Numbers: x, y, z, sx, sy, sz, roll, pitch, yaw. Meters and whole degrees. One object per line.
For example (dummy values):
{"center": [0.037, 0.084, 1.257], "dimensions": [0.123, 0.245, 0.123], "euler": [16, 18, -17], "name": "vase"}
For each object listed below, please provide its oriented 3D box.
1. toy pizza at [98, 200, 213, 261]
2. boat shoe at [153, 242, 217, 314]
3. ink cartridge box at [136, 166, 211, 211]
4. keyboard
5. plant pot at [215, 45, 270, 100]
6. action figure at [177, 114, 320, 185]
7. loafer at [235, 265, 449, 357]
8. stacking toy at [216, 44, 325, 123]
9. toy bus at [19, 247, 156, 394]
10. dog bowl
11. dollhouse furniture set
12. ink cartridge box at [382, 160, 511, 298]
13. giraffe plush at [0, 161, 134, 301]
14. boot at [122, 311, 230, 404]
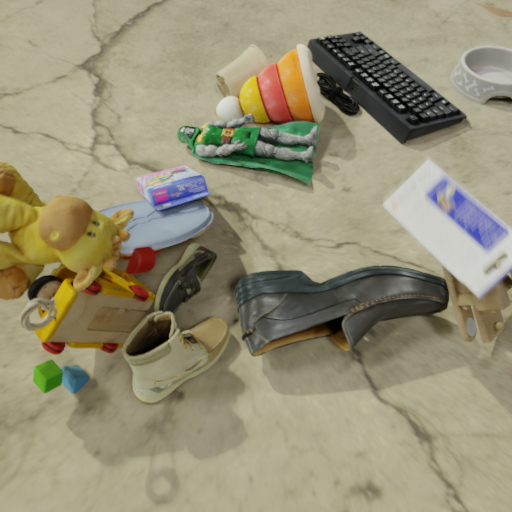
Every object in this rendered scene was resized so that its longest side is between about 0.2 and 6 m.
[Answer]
{"center": [-1.853, -0.423, 9.173], "dimensions": [2.344, 0.371, 2.344], "euler": [-5, 23, 2], "name": "toy pizza"}
{"center": [-1.096, 0.397, 8.880], "dimensions": [0.518, 0.563, 1.576], "euler": [12, 45, 16], "name": "boat shoe"}
{"center": [-1.487, -1.235, 9.915], "dimensions": [0.993, 0.349, 1.663], "euler": [-18, 24, -15], "name": "ink cartridge box"}
{"center": [2.597, -3.975, 12.726], "dimensions": [2.447, 0.523, 4.075], "euler": [-21, 51, -17], "name": "keyboard"}
{"center": [-0.297, -3.919, 12.403], "dimensions": [1.016, 1.110, 1.110], "euler": [-32, 55, -10], "name": "plant pot"}
{"center": [-0.224, -2.265, 11.120], "dimensions": [2.818, 0.771, 1.664], "euler": [6, 52, 10], "name": "action figure"}
{"center": [1.295, 0.875, 8.202], "dimensions": [3.163, 1.151, 1.143], "euler": [-5, 61, 1], "name": "loafer"}
{"center": [0.222, -3.361, 11.800], "dimensions": [2.230, 1.630, 1.630], "euler": [-13, 48, 11], "name": "stacking toy"}
{"center": [-2.438, 0.625, 7.693], "dimensions": [1.102, 2.133, 2.013], "euler": [35, 51, 26], "name": "toy bus"}
{"center": [5.481, -4.168, 12.854], "dimensions": [1.889, 0.554, 1.889], "euler": [0, 48, 0], "name": "dog bowl"}
{"center": [3.544, 0.586, 7.431], "dimensions": [1.591, 1.363, 1.673], "euler": [-21, 7, -41], "name": "dollhouse furniture set"}
{"center": [2.483, -0.354, 7.027], "dimensions": [0.845, 0.331, 1.785], "euler": [-46, 55, 12], "name": "ink cartridge box"}
{"center": [-2.554, -0.225, 7.154], "dimensions": [1.643, 2.027, 1.749], "euler": [4, 82, 28], "name": "giraffe plush"}
{"center": [-1.040, 1.165, 7.711], "dimensions": [1.691, 1.308, 0.609], "euler": [-36, 58, -27], "name": "boot"}
